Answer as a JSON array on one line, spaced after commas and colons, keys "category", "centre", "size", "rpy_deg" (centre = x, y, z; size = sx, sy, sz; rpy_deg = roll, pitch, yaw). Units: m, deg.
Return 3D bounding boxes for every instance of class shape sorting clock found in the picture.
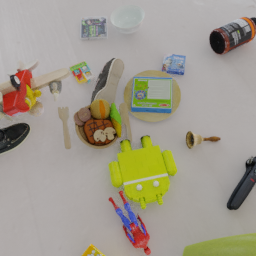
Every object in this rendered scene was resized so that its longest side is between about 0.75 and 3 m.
[{"category": "shape sorting clock", "centre": [0.949, -1.281, 11.056], "size": [2.256, 0.443, 2.256], "rpy_deg": [-1, 66, 3]}]

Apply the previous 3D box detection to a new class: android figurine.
[{"category": "android figurine", "centre": [0.521, 1.487, 9.633], "size": [2.300, 0.519, 2.527], "rpy_deg": [-9, 62, -5]}]

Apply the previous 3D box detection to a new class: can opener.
[{"category": "can opener", "centre": [4.058, 1.769, 9.345], "size": [0.928, 0.748, 2.360], "rpy_deg": [38, 69, 17]}]

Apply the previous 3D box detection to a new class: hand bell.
[{"category": "hand bell", "centre": [2.817, 0.404, 10.243], "size": [1.242, 0.646, 0.646], "rpy_deg": [-2, 62, -15]}]

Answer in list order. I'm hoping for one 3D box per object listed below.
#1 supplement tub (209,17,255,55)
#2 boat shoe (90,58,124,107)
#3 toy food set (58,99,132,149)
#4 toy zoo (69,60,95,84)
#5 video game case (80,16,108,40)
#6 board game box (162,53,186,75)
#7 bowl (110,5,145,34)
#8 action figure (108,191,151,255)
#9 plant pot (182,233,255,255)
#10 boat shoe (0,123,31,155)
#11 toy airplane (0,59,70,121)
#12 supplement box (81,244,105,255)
[{"category": "supplement tub", "centre": [4.670, -4.051, 12.096], "size": [2.132, 1.140, 1.140], "rpy_deg": [-26, 66, -14]}, {"category": "boat shoe", "centre": [-0.898, -1.550, 10.999], "size": [0.737, 0.864, 2.586], "rpy_deg": [7, 71, 51]}, {"category": "toy food set", "centre": [-1.032, -0.152, 9.847], "size": [2.581, 0.518, 1.782], "rpy_deg": [-7, 79, -23]}, {"category": "toy zoo", "centre": [-1.899, -2.299, 11.767], "size": [0.744, 0.116, 1.134], "rpy_deg": [-26, 66, -13]}, {"category": "video game case", "centre": [-1.569, -4.634, 12.933], "size": [1.242, 0.160, 1.366], "rpy_deg": [-3, 63, -1]}, {"category": "board game box", "centre": [1.950, -2.723, 11.921], "size": [0.943, 0.205, 0.939], "rpy_deg": [8, 62, 4]}, {"category": "bowl", "centre": [0.008, -4.782, 12.658], "size": [1.558, 0.700, 1.558], "rpy_deg": [-3, 60, 5]}, {"category": "action figure", "centre": [0.125, 3.022, 8.841], "size": [0.677, 0.535, 2.068], "rpy_deg": [-29, 64, -9]}, {"category": "plant pot", "centre": [2.944, 3.998, 7.391], "size": [2.881, 2.695, 2.695], "rpy_deg": [-2, 61, 22]}, {"category": "boat shoe", "centre": [-4.613, 0.429, 10.011], "size": [2.310, 0.766, 0.863], "rpy_deg": [-29, 67, -14]}, {"category": "toy airplane", "centre": [-3.837, -1.349, 10.508], "size": [2.812, 1.984, 2.800], "rpy_deg": [8, 44, 44]}, {"category": "supplement box", "centre": [-0.760, 4.111, 7.942], "size": [1.477, 0.809, 0.804], "rpy_deg": [38, 71, 8]}]
